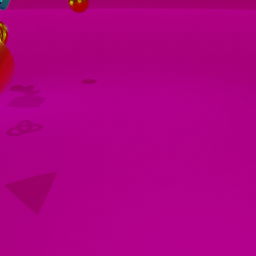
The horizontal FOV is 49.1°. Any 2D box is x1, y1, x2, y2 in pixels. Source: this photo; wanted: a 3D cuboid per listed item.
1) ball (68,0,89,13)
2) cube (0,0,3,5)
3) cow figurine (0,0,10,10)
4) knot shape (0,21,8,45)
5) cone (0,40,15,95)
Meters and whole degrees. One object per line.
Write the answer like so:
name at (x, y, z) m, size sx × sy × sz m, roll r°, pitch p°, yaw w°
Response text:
ball at (-1.851, -4.732, 10.500) m, size 0.791 × 0.791 × 0.791 m, roll 0°, pitch 26°, yaw 0°
cube at (-3.955, -3.753, 7.562) m, size 0.972 × 0.972 × 0.972 m, roll 26°, pitch -32°, yaw -38°
cow figurine at (-4.523, -4.362, 8.864) m, size 1.565 × 0.859 × 1.540 m, roll 24°, pitch 13°, yaw -21°
knot shape at (-3.286, -2.205, 6.189) m, size 1.106 × 0.511 × 1.035 m, roll -10°, pitch 61°, yaw -27°
cone at (-1.948, -0.437, 3.499) m, size 1.175 × 1.175 × 1.180 m, roll -12°, pitch 49°, yaw -23°
